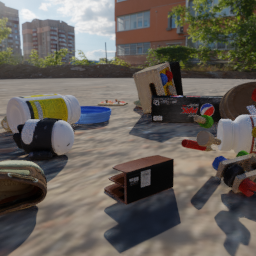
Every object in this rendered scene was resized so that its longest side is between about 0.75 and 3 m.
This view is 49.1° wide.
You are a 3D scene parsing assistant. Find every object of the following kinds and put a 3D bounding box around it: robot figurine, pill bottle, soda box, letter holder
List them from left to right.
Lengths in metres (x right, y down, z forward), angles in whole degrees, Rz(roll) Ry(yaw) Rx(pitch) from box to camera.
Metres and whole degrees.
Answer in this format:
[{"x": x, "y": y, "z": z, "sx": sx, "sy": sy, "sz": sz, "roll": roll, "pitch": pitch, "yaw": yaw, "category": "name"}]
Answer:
[{"x": -1.957, "y": 0.227, "z": 6.617, "sx": 1.363, "sy": 1.024, "sz": 0.851, "roll": 1, "pitch": -5, "yaw": 6, "category": "robot figurine"}, {"x": -2.613, "y": -0.478, "z": 8.925, "sx": 1.191, "sy": 1.191, "sz": 2.085, "roll": 11, "pitch": 16, "yaw": 40, "category": "pill bottle"}, {"x": 0.163, "y": 0.793, "z": 4.777, "sx": 1.032, "sy": 0.519, "sz": 0.734, "roll": -10, "pitch": 14, "yaw": -37, "category": "letter holder"}, {"x": 2.371, "y": -0.743, "z": 10.642, "sx": 2.982, "sy": 0.944, "sz": 1.055, "roll": 1, "pitch": 11, "yaw": 4, "category": "soda box"}, {"x": 2.999, "y": 0.193, "z": 6.389, "sx": 1.754, "sy": 0.984, "sz": 0.984, "roll": 2, "pitch": 13, "yaw": 8, "category": "pill bottle"}]

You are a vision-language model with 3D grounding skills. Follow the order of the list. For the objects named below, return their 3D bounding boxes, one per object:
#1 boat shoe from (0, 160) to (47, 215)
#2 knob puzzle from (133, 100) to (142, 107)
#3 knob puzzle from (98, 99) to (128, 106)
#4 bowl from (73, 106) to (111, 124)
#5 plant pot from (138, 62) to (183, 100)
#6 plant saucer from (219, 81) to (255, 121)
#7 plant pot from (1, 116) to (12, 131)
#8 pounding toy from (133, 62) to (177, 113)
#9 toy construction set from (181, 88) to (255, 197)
[{"x": -2.209, "y": 0.877, "z": 3.744, "sx": 2.264, "sy": 0.836, "sz": 0.837, "roll": -7, "pitch": 20, "yaw": -30, "category": "boat shoe"}, {"x": 0.957, "y": -1.201, "z": 14.116, "sx": 1.549, "sy": 0.215, "sz": 1.549, "roll": -2, "pitch": 22, "yaw": 1, "category": "knob puzzle"}, {"x": -0.796, "y": -1.480, "z": 15.593, "sx": 1.780, "sy": 0.247, "sz": 1.780, "roll": 0, "pitch": 12, "yaw": 0, "category": "knob puzzle"}, {"x": -1.681, "y": -0.528, "z": 10.947, "sx": 2.071, "sy": 0.406, "sz": 2.071, "roll": 0, "pitch": 13, "yaw": 0, "category": "bowl"}, {"x": 1.648, "y": -2.415, "z": 15.844, "sx": 2.018, "sy": 2.275, "sz": 2.270, "roll": -15, "pitch": 16, "yaw": -13, "category": "plant pot"}, {"x": 3.852, "y": -0.570, "z": 8.129, "sx": 2.273, "sy": 0.335, "sz": 2.273, "roll": -4, "pitch": 53, "yaw": 5, "category": "plant saucer"}, {"x": -3.676, "y": -0.252, "z": 9.159, "sx": 0.789, "sy": 0.789, "sz": 0.842, "roll": 7, "pitch": 28, "yaw": 30, "category": "plant pot"}, {"x": 1.622, "y": -1.701, "z": 12.734, "sx": 1.626, "sy": 2.287, "sz": 2.105, "roll": -9, "pitch": 16, "yaw": 28, "category": "pounding toy"}, {"x": 2.400, "y": 0.330, "z": 5.195, "sx": 1.714, "sy": 1.860, "sz": 2.231, "roll": 13, "pitch": -7, "yaw": -41, "category": "toy construction set"}]
